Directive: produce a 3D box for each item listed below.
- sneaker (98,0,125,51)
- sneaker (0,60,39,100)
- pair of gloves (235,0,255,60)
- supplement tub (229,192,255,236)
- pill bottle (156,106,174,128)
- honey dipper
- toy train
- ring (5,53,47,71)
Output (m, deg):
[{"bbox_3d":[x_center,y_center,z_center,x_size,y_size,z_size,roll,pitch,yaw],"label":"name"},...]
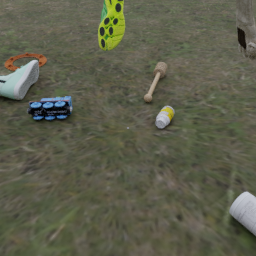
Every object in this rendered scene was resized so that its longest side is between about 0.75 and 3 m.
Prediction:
[{"bbox_3d":[-0.442,-2.988,7.988,0.722,0.815,1.949,8,71,-5],"label":"sneaker"},{"bbox_3d":[-4.362,-2.014,10.760,1.381,0.862,2.342,9,40,2],"label":"sneaker"},{"bbox_3d":[1.662,-1.097,3.566,0.213,1.033,1.215,-25,47,10],"label":"pair of gloves"},{"bbox_3d":[2.722,1.884,5.848,0.651,0.651,0.986,-23,42,-27],"label":"supplement tub"},{"bbox_3d":[1.168,-0.331,8.956,0.436,0.436,0.784,16,41,20],"label":"pill bottle"},{"bbox_3d":[1.078,-1.771,10.884,0.493,0.493,2.594,10,41,12],"label":"honey dipper"},{"bbox_3d":[-2.553,-0.669,9.292,1.454,0.630,0.831,-2,28,0],"label":"toy train"},{"bbox_3d":[-4.668,-3.063,12.786,1.845,0.177,1.845,0,37,0],"label":"ring"}]
